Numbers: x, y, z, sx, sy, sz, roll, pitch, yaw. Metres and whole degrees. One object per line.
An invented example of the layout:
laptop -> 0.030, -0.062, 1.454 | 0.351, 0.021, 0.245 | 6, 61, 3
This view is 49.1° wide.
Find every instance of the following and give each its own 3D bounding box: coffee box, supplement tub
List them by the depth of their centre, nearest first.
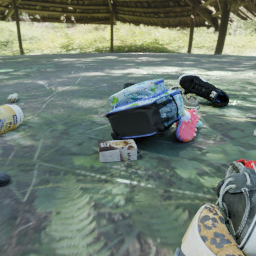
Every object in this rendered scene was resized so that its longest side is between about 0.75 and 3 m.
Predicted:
coffee box -> -0.337, 0.689, 8.533 | 1.128, 0.450, 0.638 | -3, 19, -9
supplement tub -> -4.792, -0.343, 10.681 | 0.981, 0.981, 1.359 | 9, 21, 23

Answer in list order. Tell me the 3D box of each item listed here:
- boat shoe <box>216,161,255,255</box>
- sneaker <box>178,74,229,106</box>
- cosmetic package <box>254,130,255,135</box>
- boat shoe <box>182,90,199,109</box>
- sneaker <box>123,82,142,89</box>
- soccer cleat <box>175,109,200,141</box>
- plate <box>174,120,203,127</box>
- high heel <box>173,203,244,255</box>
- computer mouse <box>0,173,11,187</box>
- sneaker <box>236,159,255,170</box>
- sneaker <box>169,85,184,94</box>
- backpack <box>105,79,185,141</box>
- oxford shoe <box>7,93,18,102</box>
boat shoe -> 2.176, 1.420, 5.430 | 1.013, 1.029, 2.855 | 26, 16, 15
sneaker -> 3.950, -1.945, 14.161 | 2.718, 0.993, 1.520 | 20, 14, -11
cosmetic package -> 5.139, 0.148, 10.480 | 0.574, 0.197, 0.761 | 19, 28, 38
boat shoe -> 3.180, -1.503, 14.512 | 0.753, 0.630, 2.107 | 4, 19, -3
sneaker -> 0.770, -2.527, 17.424 | 2.003, 0.760, 0.909 | 9, 13, 15
soccer cleat -> 2.089, -0.051, 10.445 | 0.855, 0.746, 2.237 | -24, 14, 34
plate -> 2.512, -0.290, 11.796 | 1.243, 0.159, 1.243 | 0, 19, 0
high heel -> 1.685, 2.089, 4.457 | 1.648, 0.825, 2.312 | 28, 20, 20
computer mouse -> -3.816, 1.276, 7.118 | 1.654, 0.281, 0.485 | -1, 20, 0
sneaker -> 3.021, 1.061, 7.260 | 1.370, 0.582, 0.527 | -17, 26, -40
sneaker -> 3.385, -2.420, 17.192 | 1.752, 0.675, 0.744 | -2, 14, -5
backpack -> 0.713, -0.688, 9.728 | 2.280, 1.831, 2.491 | -12, 6, 39
oxford shoe -> -6.292, -1.640, 15.439 | 0.351, 0.457, 1.215 | 39, 5, -12
